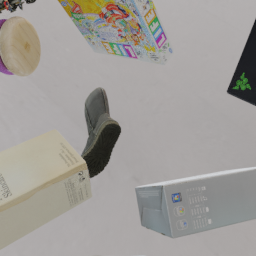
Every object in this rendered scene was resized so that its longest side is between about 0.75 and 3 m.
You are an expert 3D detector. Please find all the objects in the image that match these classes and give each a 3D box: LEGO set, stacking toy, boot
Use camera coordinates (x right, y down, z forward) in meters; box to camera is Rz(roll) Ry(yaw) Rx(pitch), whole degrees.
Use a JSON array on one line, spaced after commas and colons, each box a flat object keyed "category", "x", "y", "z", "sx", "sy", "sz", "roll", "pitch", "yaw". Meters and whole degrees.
[{"category": "LEGO set", "x": -2.282, "y": -2.258, "z": 4.931, "sx": 1.195, "sy": 0.521, "sz": 1.839, "roll": -26, "pitch": 26, "yaw": -7}, {"category": "stacking toy", "x": -3.214, "y": -1.652, "z": 5.704, "sx": 2.641, "sy": 1.127, "sz": 1.127, "roll": 4, "pitch": 62, "yaw": 13}, {"category": "boot", "x": -0.709, "y": 0.045, "z": 5.611, "sx": 1.422, "sy": 0.568, "sz": 1.564, "roll": -55, "pitch": 35, "yaw": 14}]

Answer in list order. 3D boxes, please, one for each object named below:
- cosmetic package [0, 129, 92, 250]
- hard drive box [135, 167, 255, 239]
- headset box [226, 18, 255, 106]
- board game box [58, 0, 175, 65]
[{"category": "cosmetic package", "x": -1.619, "y": 0.893, "z": 3.787, "sx": 2.013, "sy": 0.736, "sz": 1.042, "roll": -26, "pitch": 42, "yaw": -28}, {"category": "hard drive box", "x": 0.979, "y": 0.905, "z": 3.637, "sx": 1.492, "sy": 1.163, "sz": 0.573, "roll": -7, "pitch": 80, "yaw": -15}, {"category": "headset box", "x": 3.549, "y": -1.335, "z": 5.235, "sx": 1.290, "sy": 2.780, "sz": 2.421, "roll": -5, "pitch": 31, "yaw": -38}, {"category": "board game box", "x": -0.283, "y": -2.134, "z": 5.793, "sx": 2.301, "sy": 1.547, "sz": 0.394, "roll": 23, "pitch": 70, "yaw": 42}]
